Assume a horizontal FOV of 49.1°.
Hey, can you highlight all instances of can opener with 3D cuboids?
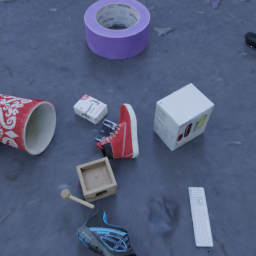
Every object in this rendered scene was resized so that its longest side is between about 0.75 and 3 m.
[{"bbox_3d":[5.060,-2.638,9.444,2.424,0.768,0.953,33,88,31],"label":"can opener"}]

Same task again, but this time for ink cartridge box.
[{"bbox_3d":[-1.087,-0.552,8.221,0.812,0.344,0.592,29,61,16],"label":"ink cartridge box"}]

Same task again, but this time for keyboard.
[{"bbox_3d":[1.706,2.061,6.621,0.389,0.074,1.383,0,56,0],"label":"keyboard"}]

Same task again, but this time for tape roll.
[{"bbox_3d":[-0.366,-3.530,9.862,2.255,0.958,2.255,0,57,0],"label":"tape roll"}]

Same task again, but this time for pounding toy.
[{"bbox_3d":[-0.926,1.474,6.705,1.277,0.584,1.122,-16,58,-11],"label":"pounding toy"}]

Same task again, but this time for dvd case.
[{"bbox_3d":[-0.371,0.217,7.712,0.953,0.118,0.717,24,58,-2],"label":"dvd case"}]

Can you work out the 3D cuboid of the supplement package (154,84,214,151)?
[{"bbox_3d":[1.441,-0.271,7.485,1.186,1.240,0.912,-30,60,-18],"label":"supplement package"}]

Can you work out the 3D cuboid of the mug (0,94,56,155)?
[{"bbox_3d":[-3.143,-0.220,7.646,2.106,1.869,1.405,13,93,14],"label":"mug"}]

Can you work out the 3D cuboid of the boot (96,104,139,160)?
[{"bbox_3d":[-0.325,0.083,7.284,1.051,0.528,1.457,-3,81,-18],"label":"boot"}]

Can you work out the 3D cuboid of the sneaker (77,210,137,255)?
[{"bbox_3d":[-0.166,2.547,5.902,1.970,0.721,0.807,34,62,21],"label":"sneaker"}]
